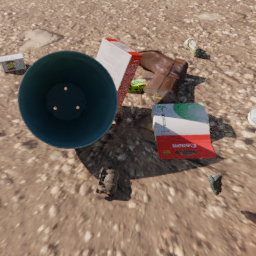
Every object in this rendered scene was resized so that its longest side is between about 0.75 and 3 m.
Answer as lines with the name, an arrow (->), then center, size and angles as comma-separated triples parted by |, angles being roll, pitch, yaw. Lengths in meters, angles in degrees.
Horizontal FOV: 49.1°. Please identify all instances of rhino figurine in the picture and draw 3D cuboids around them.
rhino figurine -> -0.506, 1.335, 7.799 | 0.548, 0.375, 1.254 | 20, 40, -5

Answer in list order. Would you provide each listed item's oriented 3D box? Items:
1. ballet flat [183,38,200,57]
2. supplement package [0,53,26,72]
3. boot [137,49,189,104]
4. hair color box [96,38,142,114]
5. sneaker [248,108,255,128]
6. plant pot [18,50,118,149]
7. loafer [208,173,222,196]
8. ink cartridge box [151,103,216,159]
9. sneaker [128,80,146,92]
ballet flat -> 3.211, -4.164, 14.100 | 0.538, 0.597, 1.587 | -18, 42, -1
supplement package -> -5.229, -2.967, 12.744 | 0.977, 0.556, 0.535 | -15, 41, -15
boot -> 1.019, -2.122, 11.598 | 2.640, 0.910, 2.832 | 13, 46, 18
hair color box -> -0.580, -1.728, 9.692 | 1.292, 2.330, 0.745 | 37, 29, 21
sneaker -> 4.560, -0.248, 9.430 | 0.621, 0.690, 1.599 | 1, 40, 1
plant pot -> -1.859, -0.835, 8.645 | 2.736, 2.736, 1.842 | -13, 8, -15
loafer -> 2.115, 1.335, 6.608 | 0.307, 0.978, 0.351 | -30, 55, 3
ink cartridge box -> 1.785, 0.024, 9.253 | 1.828, 0.569, 2.272 | -1, 39, -1
sneaker -> 0.189, -1.717, 11.456 | 1.103, 0.409, 0.461 | 1, 29, -8
